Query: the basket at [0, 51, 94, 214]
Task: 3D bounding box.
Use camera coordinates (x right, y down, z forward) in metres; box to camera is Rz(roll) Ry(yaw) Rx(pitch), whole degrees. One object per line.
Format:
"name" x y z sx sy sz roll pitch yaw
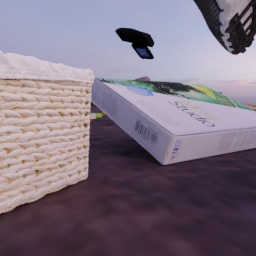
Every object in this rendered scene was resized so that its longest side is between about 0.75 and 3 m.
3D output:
"basket" -0.974 -0.007 1.966 1.116 0.905 1.126 2 5 25

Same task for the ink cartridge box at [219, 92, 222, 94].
"ink cartridge box" 1.400 -0.570 8.181 2.192 0.924 1.600 0 5 -4

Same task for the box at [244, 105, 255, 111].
"box" 3.978 -0.464 8.516 1.936 0.252 2.368 18 13 28

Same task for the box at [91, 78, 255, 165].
"box" 0.817 -0.215 3.886 2.221 0.404 1.603 -3 30 -38

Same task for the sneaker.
"sneaker" 1.069 -1.857 3.620 1.018 0.748 2.251 43 3 42

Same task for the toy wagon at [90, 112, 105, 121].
"toy wagon" -1.627 -0.438 10.169 1.643 0.325 1.274 0 5 -11

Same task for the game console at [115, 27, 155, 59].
"game console" 0.424 -2.687 9.168 1.133 0.231 1.920 20 -4 26
